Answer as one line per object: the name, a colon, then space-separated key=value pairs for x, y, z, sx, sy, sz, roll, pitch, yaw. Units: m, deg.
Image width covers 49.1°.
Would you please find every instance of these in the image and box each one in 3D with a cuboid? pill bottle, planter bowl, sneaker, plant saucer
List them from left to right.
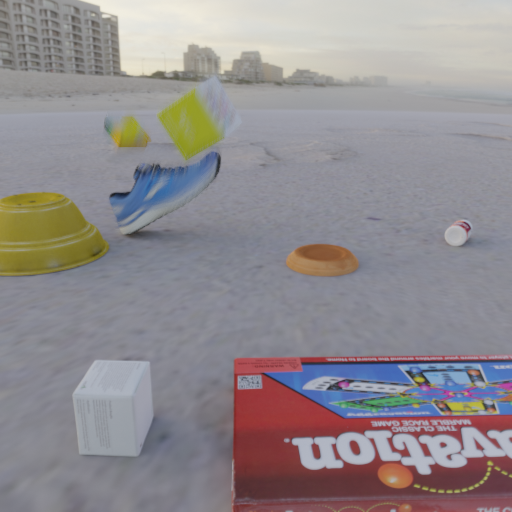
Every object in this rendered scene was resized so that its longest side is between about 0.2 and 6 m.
planter bowl: x=-4.285 y=-0.584 z=10.869 sx=2.700 sy=1.124 sz=2.700 roll=0 pitch=19 yaw=0
sneaker: x=-1.970 y=-1.519 z=11.833 sx=2.683 sy=1.196 sz=1.054 roll=-28 pitch=11 yaw=9
plant saucer: x=1.225 y=0.042 z=10.365 sx=1.337 sy=0.250 sz=1.337 roll=0 pitch=18 yaw=0
pill bottle: x=4.236 y=-0.494 z=11.662 sx=0.433 sy=0.433 sz=0.791 roll=11 pitch=21 yaw=29

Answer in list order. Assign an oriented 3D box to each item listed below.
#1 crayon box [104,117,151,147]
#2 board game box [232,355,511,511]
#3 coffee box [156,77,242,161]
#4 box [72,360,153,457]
crayon box: x=-2.598 y=-2.467 z=11.297 sx=0.621 sy=0.249 sz=0.978 roll=-8 pitch=44 yaw=-35
board game box: x=1.954 y=1.644 z=5.350 sx=4.357 sy=0.424 sz=2.243 roll=-1 pitch=20 yaw=-2
coffee box: x=-1.131 y=-2.768 z=11.319 sx=1.088 sy=1.086 sz=1.076 roll=-24 pitch=18 yaw=29
box: x=-1.364 y=1.464 z=5.450 sx=0.585 sy=0.679 sz=0.682 roll=1 pitch=19 yaw=3
